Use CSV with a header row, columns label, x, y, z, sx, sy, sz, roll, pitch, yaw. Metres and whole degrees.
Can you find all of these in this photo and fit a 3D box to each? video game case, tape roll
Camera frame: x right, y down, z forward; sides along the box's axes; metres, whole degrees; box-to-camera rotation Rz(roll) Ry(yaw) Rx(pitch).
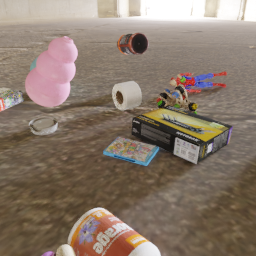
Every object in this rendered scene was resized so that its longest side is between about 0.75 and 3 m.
label,x,y,z,sx,sy,sz,roll,pitch,yaw
video game case,0.107,0.688,8.633,1.434,0.128,1.026,13,29,22
tape roll,-0.051,-1.331,11.556,0.760,1.108,1.108,-17,31,-30

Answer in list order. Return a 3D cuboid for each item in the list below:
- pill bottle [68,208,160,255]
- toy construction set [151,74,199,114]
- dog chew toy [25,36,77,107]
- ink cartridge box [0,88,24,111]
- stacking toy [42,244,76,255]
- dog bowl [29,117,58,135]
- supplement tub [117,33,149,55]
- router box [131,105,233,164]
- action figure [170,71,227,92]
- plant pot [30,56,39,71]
label,x,y,z,sx,sy,sz,roll,pitch,yaw
pill bottle,-0.111,2.196,4.712,1.786,1.002,1.002,23,35,38
toy construction set,2.118,-1.129,11.226,1.543,1.422,1.850,-35,21,44
dog chew toy,-1.957,-1.517,7.449,1.182,1.898,1.182,25,23,-11
ink cartridge box,-5.566,-1.118,11.761,1.122,0.519,2.059,11,28,21
stacking toy,-1.926,2.640,4.055,2.527,1.079,1.079,-15,30,-13
dog bowl,-2.993,-0.072,9.969,0.995,0.292,0.995,0,26,0
supplement tub,0.102,-3.117,10.400,0.771,0.771,1.442,-13,20,-24
router box,1.719,0.081,9.122,2.576,0.673,2.026,23,31,38
action figure,3.504,-2.217,13.385,2.929,0.956,1.450,-6,14,-11
plant pot,-3.575,-2.403,13.239,1.845,1.845,1.243,-11,54,-20
